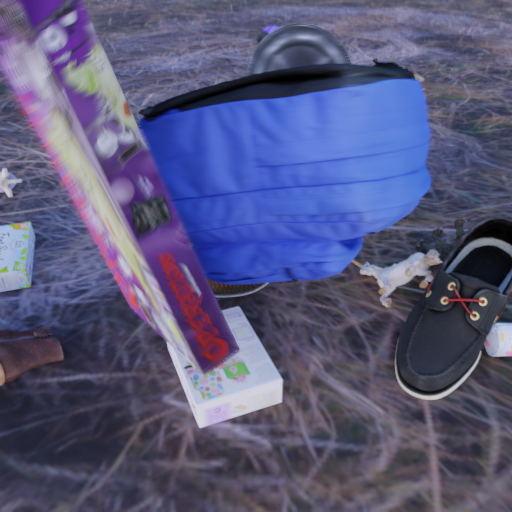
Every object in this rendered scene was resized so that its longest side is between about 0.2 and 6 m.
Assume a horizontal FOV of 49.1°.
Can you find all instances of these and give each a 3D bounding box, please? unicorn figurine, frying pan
[{"bbox_3d":[2.469,0.335,9.979,1.763,0.651,1.211,-15,21,22],"label":"unicorn figurine"},{"bbox_3d":[1.178,-2.760,10.617,1.985,3.282,0.534,-31,18,17],"label":"frying pan"}]

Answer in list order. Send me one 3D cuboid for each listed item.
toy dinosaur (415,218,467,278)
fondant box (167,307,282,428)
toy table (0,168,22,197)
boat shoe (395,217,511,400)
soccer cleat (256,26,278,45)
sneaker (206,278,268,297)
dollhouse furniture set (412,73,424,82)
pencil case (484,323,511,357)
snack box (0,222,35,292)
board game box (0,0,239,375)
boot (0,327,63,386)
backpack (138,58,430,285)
[{"bbox_3d":[3.598,0.037,10.324,2.212,0.851,1.131,-10,53,-1],"label":"toy dinosaur"},{"bbox_3d":[-0.530,1.592,8.400,1.271,0.513,1.761,-13,35,-18],"label":"fondant box"},{"bbox_3d":[-5.937,-1.734,13.210,0.432,0.678,0.737,9,33,39],"label":"toy table"},{"bbox_3d":[3.200,0.707,8.787,1.248,1.069,3.411,27,59,28],"label":"boat shoe"},{"bbox_3d":[1.200,-4.260,12.310,1.180,1.266,3.460,49,15,29],"label":"soccer cleat"},{"bbox_3d":[-0.104,-0.091,10.609,3.127,1.139,1.324,-20,19,-29],"label":"sneaker"},{"bbox_3d":[3.610,-3.886,15.085,1.110,2.063,0.839,-9,39,-16],"label":"dollhouse furniture set"},{"bbox_3d":[4.245,1.281,8.808,1.256,0.570,0.522,-4,37,-5],"label":"pencil case"},{"bbox_3d":[-4.952,0.040,10.708,1.255,0.467,1.765,-9,35,-13],"label":"snack box"},{"bbox_3d":[-1.889,-0.941,7.009,0.760,4.706,2.825,-30,26,-17],"label":"board game box"},{"bbox_3d":[-4.048,1.393,8.797,1.481,0.644,1.780,-15,34,-40],"label":"boot"},{"bbox_3d":[0.695,-1.172,7.886,3.448,2.893,2.802,-8,17,21],"label":"backpack"}]
